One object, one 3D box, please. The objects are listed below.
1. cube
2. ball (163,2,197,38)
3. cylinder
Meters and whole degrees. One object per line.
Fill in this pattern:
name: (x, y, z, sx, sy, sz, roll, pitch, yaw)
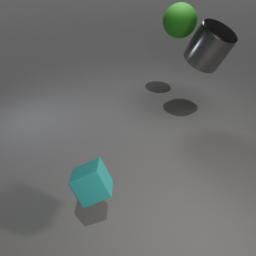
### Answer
cube: (-0.802, 1.198, 6.189, 0.700, 0.700, 0.700, -24, 18, 7)
ball: (2.160, -4.464, 11.662, 1.400, 1.400, 1.400, 0, 32, 0)
cylinder: (2.952, -2.953, 10.131, 1.400, 1.400, 1.400, 14, 47, -15)
